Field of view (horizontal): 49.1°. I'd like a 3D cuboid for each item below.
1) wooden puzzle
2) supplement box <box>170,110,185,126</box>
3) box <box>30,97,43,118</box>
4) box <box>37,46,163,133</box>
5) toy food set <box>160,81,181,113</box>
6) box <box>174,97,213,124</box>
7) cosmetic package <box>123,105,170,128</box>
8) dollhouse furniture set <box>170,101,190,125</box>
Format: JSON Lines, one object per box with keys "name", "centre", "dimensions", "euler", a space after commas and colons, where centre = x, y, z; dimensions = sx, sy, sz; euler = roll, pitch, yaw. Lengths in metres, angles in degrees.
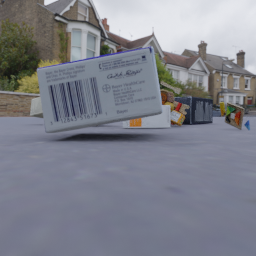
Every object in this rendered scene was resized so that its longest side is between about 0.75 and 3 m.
{"name": "wooden puzzle", "centre": [2.695, -0.308, 7.167], "dimensions": [0.115, 0.663, 0.983], "euler": [-17, 21, -22]}
{"name": "supplement box", "centre": [1.275, -0.461, 9.085], "dimensions": [1.113, 0.383, 0.370], "euler": [30, 0, 25]}
{"name": "box", "centre": [-3.052, -0.824, 10.645], "dimensions": [1.521, 0.722, 0.591], "euler": [-6, -12, 42]}
{"name": "box", "centre": [-0.353, -0.571, 4.898], "dimensions": [1.757, 1.003, 1.911], "euler": [-9, 1, 4]}
{"name": "toy food set", "centre": [1.058, -0.794, 8.549], "dimensions": [0.801, 1.160, 0.233], "euler": [27, 11, 8]}
{"name": "box", "centre": [2.444, -0.716, 11.735], "dimensions": [1.528, 1.077, 2.065], "euler": [3, 4, 41]}
{"name": "cosmetic package", "centre": [0.530, -0.322, 7.978], "dimensions": [1.302, 0.660, 0.464], "euler": [-2, 3, -18]}
{"name": "dollhouse furniture set", "centre": [1.526, -0.544, 9.757], "dimensions": [0.639, 0.845, 1.570], "euler": [21, 8, -3]}
